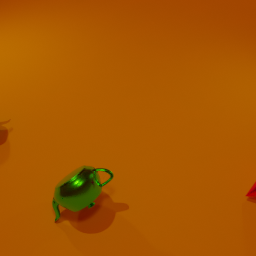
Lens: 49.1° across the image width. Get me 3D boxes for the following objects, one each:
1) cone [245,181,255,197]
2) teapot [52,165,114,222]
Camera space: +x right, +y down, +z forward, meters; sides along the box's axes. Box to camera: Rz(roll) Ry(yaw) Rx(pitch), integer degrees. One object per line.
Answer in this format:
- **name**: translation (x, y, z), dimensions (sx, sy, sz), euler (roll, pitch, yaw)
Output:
- **cone**: translation (3.189, 1.168, 6.063), dimensions (1.396, 1.391, 1.391), euler (-31, 47, 13)
- **teapot**: translation (-1.018, 1.333, 5.793), dimensions (1.647, 0.807, 1.024), euler (-34, 8, 5)
